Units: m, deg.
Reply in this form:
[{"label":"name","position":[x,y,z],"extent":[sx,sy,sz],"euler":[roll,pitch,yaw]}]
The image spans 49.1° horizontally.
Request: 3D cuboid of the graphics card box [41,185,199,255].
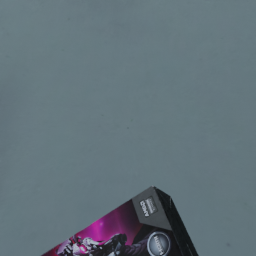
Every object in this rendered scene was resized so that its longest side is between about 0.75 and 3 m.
[{"label":"graphics card box","position":[-0.261,2.005,3.503],"extent":[2.430,0.618,1.524],"euler":[-34,48,14]}]
